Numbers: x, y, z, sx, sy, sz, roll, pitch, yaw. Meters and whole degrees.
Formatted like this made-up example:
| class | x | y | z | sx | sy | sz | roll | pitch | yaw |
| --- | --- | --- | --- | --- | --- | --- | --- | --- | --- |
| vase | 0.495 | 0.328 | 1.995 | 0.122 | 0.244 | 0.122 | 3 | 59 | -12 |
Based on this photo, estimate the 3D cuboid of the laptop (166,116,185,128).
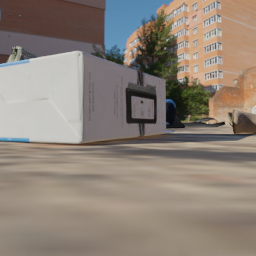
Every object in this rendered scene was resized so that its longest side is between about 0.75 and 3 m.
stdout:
| class | x | y | z | sx | sy | sz | roll | pitch | yaw |
| --- | --- | --- | --- | --- | --- | --- | --- | --- | --- |
| laptop | 0.517 | -0.096 | 10.761 | 2.262 | 1.318 | 2.553 | 1 | -23 | -20 |

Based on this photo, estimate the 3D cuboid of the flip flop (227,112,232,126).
| class | x | y | z | sx | sy | sz | roll | pitch | yaw |
| --- | --- | --- | --- | --- | --- | --- | --- | --- | --- |
| flip flop | 4.378 | -0.239 | 11.142 | 0.828 | 0.588 | 2.042 | 4 | 17 | 17 |

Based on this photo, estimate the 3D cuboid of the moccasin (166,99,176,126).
| class | x | y | z | sx | sy | sz | roll | pitch | yaw |
| --- | --- | --- | --- | --- | --- | --- | --- | --- | --- |
| moccasin | 0.083 | -0.322 | 7.702 | 2.426 | 0.827 | 0.976 | -1 | 8 | 16 |

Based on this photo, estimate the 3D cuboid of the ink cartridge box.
| class | x | y | z | sx | sy | sz | roll | pitch | yaw |
| --- | --- | --- | --- | --- | --- | --- | --- | --- | --- |
| ink cartridge box | -0.426 | -0.310 | 4.006 | 1.518 | 0.888 | 2.617 | 1 | 1 | 29 |

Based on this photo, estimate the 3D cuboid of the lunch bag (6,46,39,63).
| class | x | y | z | sx | sy | sz | roll | pitch | yaw |
| --- | --- | --- | --- | --- | --- | --- | --- | --- | --- |
| lunch bag | -3.496 | -1.549 | 10.476 | 2.569 | 2.155 | 1.790 | 27 | 9 | -40 |

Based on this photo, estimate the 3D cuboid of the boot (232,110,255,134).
| class | x | y | z | sx | sy | sz | roll | pitch | yaw |
| --- | --- | --- | --- | --- | --- | --- | --- | --- | --- |
| boot | 2.459 | -0.105 | 5.217 | 0.940 | 0.452 | 1.286 | 2 | 2 | 24 |

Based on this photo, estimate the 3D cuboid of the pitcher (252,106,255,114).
| class | x | y | z | sx | sy | sz | roll | pitch | yaw |
| --- | --- | --- | --- | --- | --- | --- | --- | --- | --- |
| pitcher | 7.080 | -0.632 | 12.312 | 2.448 | 1.484 | 2.100 | -13 | 24 | -30 |

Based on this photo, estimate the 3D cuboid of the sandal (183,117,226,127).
| class | x | y | z | sx | sy | sz | roll | pitch | yaw |
| --- | --- | --- | --- | --- | --- | --- | --- | --- | --- |
| sandal | 3.433 | -0.270 | 13.104 | 2.133 | 0.457 | 0.811 | 0 | 1 | 22 |
